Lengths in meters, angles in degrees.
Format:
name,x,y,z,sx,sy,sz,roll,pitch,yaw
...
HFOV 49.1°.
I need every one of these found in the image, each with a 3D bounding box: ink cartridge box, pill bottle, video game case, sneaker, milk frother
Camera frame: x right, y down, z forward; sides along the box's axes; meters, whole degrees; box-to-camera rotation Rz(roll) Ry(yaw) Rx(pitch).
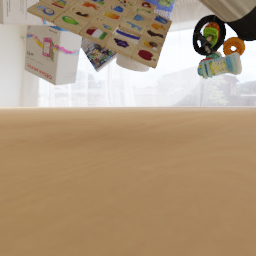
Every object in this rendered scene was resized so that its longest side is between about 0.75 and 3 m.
name,x,y,z,sx,sy,sz,roll,pitch,yaw
ink cartridge box,-2.844,-3.173,10.624,1.927,2.666,1.128,28,31,27
pill bottle,0.424,-2.992,7.929,1.457,2.600,1.457,10,27,-5
video game case,-1.039,-3.705,12.068,1.997,1.819,0.229,-35,-11,15
sneaker,2.178,-1.452,6.805,0.896,0.546,1.372,-13,7,6
ink cartridge box,-2.987,-3.683,8.173,1.812,1.051,2.502,27,30,30
milk frother,2.054,-2.897,6.683,2.125,2.259,2.038,22,30,-33

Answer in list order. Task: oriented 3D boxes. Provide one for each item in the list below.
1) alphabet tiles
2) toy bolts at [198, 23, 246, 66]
name,x,y,z,sx,sy,sz,roll,pitch,yaw
alphabet tiles,-0.287,-2.400,5.877,2.424,0.109,2.900,23,41,-2
toy bolts,3.187,-2.687,9.520,1.549,1.621,1.125,24,47,20
